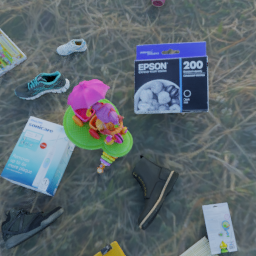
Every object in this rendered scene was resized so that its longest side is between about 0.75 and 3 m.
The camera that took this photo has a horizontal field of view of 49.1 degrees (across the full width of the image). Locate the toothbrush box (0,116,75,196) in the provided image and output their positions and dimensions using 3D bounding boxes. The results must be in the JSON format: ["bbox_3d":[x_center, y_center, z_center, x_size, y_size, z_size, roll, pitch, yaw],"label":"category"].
[{"bbox_3d":[-3.282,1.065,10.706,1.843,1.074,2.517,18,67,7],"label":"toothbrush box"}]

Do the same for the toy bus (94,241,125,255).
[{"bbox_3d":[-1.236,4.818,9.192,2.553,0.999,0.831,-33,70,-12],"label":"toy bus"}]

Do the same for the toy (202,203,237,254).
[{"bbox_3d":[3.236,3.582,10.046,0.938,0.385,1.630,-6,70,-6],"label":"toy"}]

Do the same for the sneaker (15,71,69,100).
[{"bbox_3d":[-3.739,-1.928,11.945,2.317,1.057,0.899,-16,68,-6],"label":"sneaker"}]

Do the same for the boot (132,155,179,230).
[{"bbox_3d":[0.594,2.315,10.377,1.690,0.946,2.443,29,57,16],"label":"boot"}]

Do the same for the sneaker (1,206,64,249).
[{"bbox_3d":[-3.467,3.165,9.952,2.249,0.860,1.288,-29,77,-5],"label":"sneaker"}]

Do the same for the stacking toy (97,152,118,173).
[{"bbox_3d":[-0.819,1.208,10.957,0.737,0.697,1.270,33,83,10],"label":"stacking toy"}]

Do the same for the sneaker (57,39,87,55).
[{"bbox_3d":[-2.641,-3.793,12.985,1.383,0.559,0.529,-16,70,-5],"label":"sneaker"}]

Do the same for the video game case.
[{"bbox_3d":[-6.180,-3.389,12.989,2.037,0.256,2.238,-40,72,-15],"label":"video game case"}]

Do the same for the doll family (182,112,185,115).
[{"bbox_3d":[2.238,-1.894,11.879,1.558,1.131,2.510,-2,70,2],"label":"doll family"}]

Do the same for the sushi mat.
[{"bbox_3d":[2.102,4.929,9.620,2.410,0.146,1.153,-32,70,-12],"label":"sushi mat"}]

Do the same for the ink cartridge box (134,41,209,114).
[{"bbox_3d":[1.723,-2.090,11.285,2.935,0.643,2.963,-1,84,9],"label":"ink cartridge box"}]

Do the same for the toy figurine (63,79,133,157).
[{"bbox_3d":[-0.920,-0.381,8.711,2.681,2.468,2.013,39,73,9],"label":"toy figurine"}]

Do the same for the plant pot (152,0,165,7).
[{"bbox_3d":[1.544,-6.619,14.013,0.950,0.950,0.850,8,84,3],"label":"plant pot"}]
